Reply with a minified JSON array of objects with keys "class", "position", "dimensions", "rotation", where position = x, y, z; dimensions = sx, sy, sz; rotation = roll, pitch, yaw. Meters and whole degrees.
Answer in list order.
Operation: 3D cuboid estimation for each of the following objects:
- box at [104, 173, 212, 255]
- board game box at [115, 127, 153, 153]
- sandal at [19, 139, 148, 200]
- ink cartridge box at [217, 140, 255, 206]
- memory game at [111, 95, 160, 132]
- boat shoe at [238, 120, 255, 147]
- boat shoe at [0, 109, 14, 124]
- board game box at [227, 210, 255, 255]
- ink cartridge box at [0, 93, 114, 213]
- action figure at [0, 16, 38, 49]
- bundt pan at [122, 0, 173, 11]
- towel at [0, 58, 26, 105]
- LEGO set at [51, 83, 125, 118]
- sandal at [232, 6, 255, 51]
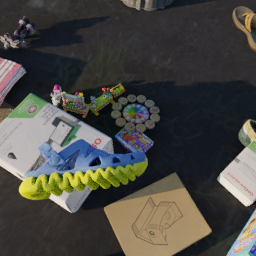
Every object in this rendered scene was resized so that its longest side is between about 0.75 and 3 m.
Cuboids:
[{"class":"box","position":[0.748,2.391,7.210],"dimensions":[2.202,0.234,1.800],"rotation":[-24,63,-14]},{"class":"board game box","position":[0.176,0.376,8.361],"dimensions":[0.978,0.219,0.658],"rotation":[39,67,20]},{"class":"sandal","position":[-0.692,0.542,4.420],"dimensions":[1.998,0.794,0.870],"rotation":[-6,63,-5]},{"class":"ink cartridge box","position":[3.312,1.223,7.599],"dimensions":[1.441,0.608,1.053],"rotation":[-40,67,-14]},{"class":"memory game","position":[0.242,-0.487,8.765],"dimensions":[1.565,0.100,1.565],"rotation":[3,51,-4]},{"class":"boat shoe","position":[4.261,0.624,7.926],"dimensions":[0.840,0.724,2.303],"rotation":[-40,68,-20]},{"class":"boat shoe","position":[-4.297,-0.288,8.558],"dimensions":[1.641,0.530,0.585],"rotation":[-18,62,-10]},{"class":"board game box","position":[3.230,2.212,6.446],"dimensions":[0.515,1.742,2.290],"rotation":[37,67,19]},{"class":"ink cartridge box","position":[-2.068,0.630,7.653],"dimensions":[2.826,1.191,2.064],"rotation":[28,64,15]},{"class":"action figure","position":[-4.048,-3.412,10.379],"dimensions":[0.985,0.525,1.513],"rotation":[31,68,9]},{"class":"bundt pan","position":[0.777,-6.131,11.518],"dimensions":[2.677,1.005,2.677],"rotation":[2,63,-4]},{"class":"towel","position":[-5.007,-1.685,9.489],"dimensions":[2.565,0.384,1.877],"rotation":[19,62,13]},{"class":"LEGO set","position":[-1.229,-1.018,8.772],"dimensions":[2.364,0.880,1.087],"rotation":[-6,60,-3]},{"class":"sandal","position":[4.713,-3.842,10.521],"dimensions":[0.949,0.634,2.323],"rotation":[-6,61,-4]}]
